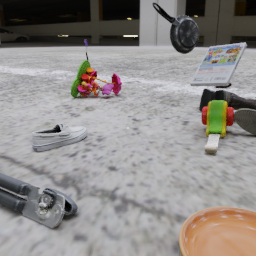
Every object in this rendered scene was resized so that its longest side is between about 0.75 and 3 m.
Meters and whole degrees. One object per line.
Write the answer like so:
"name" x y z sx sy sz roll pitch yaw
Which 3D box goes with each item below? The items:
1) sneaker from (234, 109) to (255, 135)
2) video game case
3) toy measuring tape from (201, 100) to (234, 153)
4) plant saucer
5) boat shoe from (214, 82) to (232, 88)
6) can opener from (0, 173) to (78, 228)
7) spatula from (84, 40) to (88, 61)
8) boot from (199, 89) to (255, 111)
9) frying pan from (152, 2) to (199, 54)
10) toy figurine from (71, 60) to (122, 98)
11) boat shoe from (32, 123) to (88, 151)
"sneaker" 4.185 -0.165 8.666 1.890 0.707 1.004 20 19 10
"video game case" 2.588 -1.816 8.041 1.140 0.143 1.592 7 57 45
"toy measuring tape" 2.603 -0.219 8.309 1.042 1.042 2.833 8 21 21
"plant saucer" 1.598 1.751 3.907 1.767 0.331 1.767 -1 20 0
"boat shoe" 5.094 -2.284 15.010 0.906 0.319 0.319 -3 14 15
"can opener" -1.873 1.275 5.198 2.060 0.549 0.689 11 -10 29
"spatula" -1.595 -2.988 10.793 0.083 0.809 0.229 -14 23 -30
"boot" 4.055 -0.842 10.467 2.240 0.891 2.573 9 6 -10
"frying pan" 2.121 -4.199 11.236 1.522 2.516 0.409 -41 27 -18
"toy figurine" -1.316 -2.055 13.176 2.011 1.640 2.185 14 45 11
"boat shoe" -1.874 0.150 7.928 0.646 0.574 1.756 17 26 38
